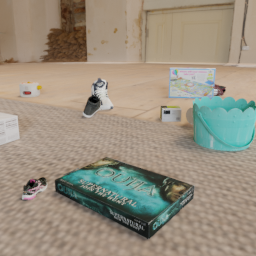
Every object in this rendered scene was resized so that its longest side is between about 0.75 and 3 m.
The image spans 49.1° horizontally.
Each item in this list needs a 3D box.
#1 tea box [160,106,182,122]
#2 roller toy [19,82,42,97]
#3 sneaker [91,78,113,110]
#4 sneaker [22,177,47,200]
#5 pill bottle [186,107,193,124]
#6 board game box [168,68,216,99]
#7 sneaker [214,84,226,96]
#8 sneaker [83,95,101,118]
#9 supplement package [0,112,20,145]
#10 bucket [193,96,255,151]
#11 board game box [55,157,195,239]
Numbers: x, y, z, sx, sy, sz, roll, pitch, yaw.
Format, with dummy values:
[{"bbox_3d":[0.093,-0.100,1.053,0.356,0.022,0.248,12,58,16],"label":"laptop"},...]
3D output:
[{"bbox_3d":[1.727,-0.594,11.359,0.775,0.518,0.763,1,17,2],"label":"tea box"},{"bbox_3d":[-5.760,-2.289,16.405,1.219,0.852,1.112,15,22,41],"label":"roller toy"},{"bbox_3d":[-1.290,-1.675,13.448,0.849,1.385,2.128,-6,18,-15],"label":"sneaker"},{"bbox_3d":[-1.917,1.182,5.819,0.304,0.327,0.756,4,17,8],"label":"sneaker"},{"bbox_3d":[2.983,-0.564,10.690,1.559,0.848,0.848,-12,20,-34],"label":"pill bottle"},{"bbox_3d":[3.570,-2.530,15.773,2.500,1.681,0.428,3,17,7],"label":"board game box"},{"bbox_3d":[5.209,-2.389,17.081,1.314,0.860,2.274,6,26,-1],"label":"sneaker"},{"bbox_3d":[-1.411,-1.134,12.100,0.571,0.802,1.616,29,33,-3],"label":"sneaker"},{"bbox_3d":[-4.337,0.073,8.633,1.132,0.806,1.454,10,18,28],"label":"supplement package"},{"bbox_3d":[2.948,-0.184,8.661,2.007,1.306,2.007,-1,17,0],"label":"bucket"},{"bbox_3d":[-0.094,1.224,5.661,2.377,0.335,1.608,13,21,36],"label":"board game box"}]
